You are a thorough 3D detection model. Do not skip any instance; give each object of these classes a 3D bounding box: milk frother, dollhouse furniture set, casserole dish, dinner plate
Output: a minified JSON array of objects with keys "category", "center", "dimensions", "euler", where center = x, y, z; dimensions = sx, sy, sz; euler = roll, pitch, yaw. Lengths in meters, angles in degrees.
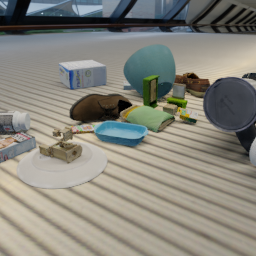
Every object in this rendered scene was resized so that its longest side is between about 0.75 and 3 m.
[{"category":"milk frother","center":[4.083,-0.839,8.266],"dimensions":[2.508,2.666,2.406],"euler":[-14,63,-52]},{"category":"dollhouse furniture set","center":[-1.916,0.301,7.838],"dimensions":[1.108,0.980,0.616],"euler":[15,29,29]},{"category":"casserole dish","center":[-0.241,0.190,9.492],"dimensions":[1.905,0.370,1.154],"euler":[9,25,18]},{"category":"dinner plate","center":[-1.868,0.885,8.043],"dimensions":[2.551,0.309,2.551],"euler":[-1,23,1]},{"category":"dollhouse furniture set","center":[1.085,-1.073,11.093],"dimensions":[1.788,1.369,2.729],"euler":[14,28,30]}]

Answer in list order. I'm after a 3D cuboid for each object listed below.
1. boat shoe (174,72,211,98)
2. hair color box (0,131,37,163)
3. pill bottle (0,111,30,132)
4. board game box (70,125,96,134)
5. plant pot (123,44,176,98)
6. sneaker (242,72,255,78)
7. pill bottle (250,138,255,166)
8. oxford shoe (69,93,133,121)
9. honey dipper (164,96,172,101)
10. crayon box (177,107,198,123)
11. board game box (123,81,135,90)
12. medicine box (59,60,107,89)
[{"category":"boat shoe","center":[3.294,-2.445,14.669],"dimensions":[1.061,0.995,2.947],"euler":[-10,26,-22]},{"category":"hair color box","center":[-3.575,0.571,8.574],"dimensions":[0.658,0.403,1.330],"euler":[18,30,35]},{"category":"pill bottle","center":[-4.216,-0.232,9.978],"dimensions":[1.292,0.752,0.752],"euler":[0,24,-1]},{"category":"board game box","center":[-1.579,0.053,10.103],"dimensions":[1.023,0.153,0.489],"euler":[-1,24,-9]},{"category":"plant pot","center":[1.263,-2.437,13.410],"dimensions":[2.557,2.557,1.722],"euler":[-10,60,-22]},{"category":"sneaker","center":[7.160,-2.112,14.180],"dimensions":[2.759,1.071,1.191],"euler":[23,22,26]},{"category":"pill bottle","center":[4.222,0.920,6.456],"dimensions":[1.447,1.447,2.578],"euler":[-12,23,-25]},{"category":"oxford shoe","center":[-0.956,-0.796,10.955],"dimensions":[2.760,1.003,1.165],"euler":[-18,31,-35]},{"category":"honey dipper","center":[2.217,-1.557,13.653],"dimensions":[0.254,0.254,1.337],"euler":[22,35,40]},{"category":"crayon box","center":[2.275,-0.496,10.783],"dimensions":[0.796,0.205,0.500],"euler":[18,38,6]},{"category":"board game box","center":[0.078,-2.325,15.293],"dimensions":[0.665,0.290,0.901],"euler":[1,25,0]},{"category":"medicine box","center":[-2.600,-3.097,15.985],"dimensions":[2.181,1.122,1.986],"euler":[-13,27,-25]}]
